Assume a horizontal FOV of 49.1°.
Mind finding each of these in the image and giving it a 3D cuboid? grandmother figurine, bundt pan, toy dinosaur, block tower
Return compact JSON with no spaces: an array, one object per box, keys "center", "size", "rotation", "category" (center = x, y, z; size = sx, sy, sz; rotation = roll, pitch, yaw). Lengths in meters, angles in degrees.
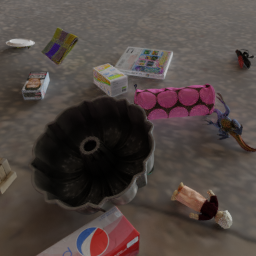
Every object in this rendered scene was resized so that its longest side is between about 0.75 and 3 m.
[{"center":[1.614,1.660,5.981],"size":[1.293,0.392,0.784],"rotation":[31,71,28],"category":"grandmother figurine"},{"center":[-0.674,0.646,6.234],"size":[2.802,1.051,2.802],"rotation":[-9,53,12],"category":"bundt pan"},{"center":[2.721,-0.085,8.112],"size":[0.899,1.713,1.554],"rotation":[-34,11,16],"category":"toy dinosaur"},{"center":[-3.798,0.909,6.687],"size":[2.165,0.626,0.585],"rotation":[13,41,13],"category":"block tower"}]

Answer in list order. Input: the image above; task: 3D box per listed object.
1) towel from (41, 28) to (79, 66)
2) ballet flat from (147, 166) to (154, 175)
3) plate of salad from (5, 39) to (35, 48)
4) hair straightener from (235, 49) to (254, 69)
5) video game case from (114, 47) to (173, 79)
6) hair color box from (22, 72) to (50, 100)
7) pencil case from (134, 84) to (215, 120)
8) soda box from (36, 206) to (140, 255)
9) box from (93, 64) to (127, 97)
[{"center":[-2.775,-3.323,11.282],"size":[1.350,0.214,1.880],"rotation":[-53,47,3],"category":"towel"},{"center":[-0.088,0.641,7.047],"size":[1.637,0.560,0.557],"rotation":[21,42,23],"category":"ballet flat"},{"center":[-4.886,-3.805,12.721],"size":[1.247,0.299,1.247],"rotation":[4,29,-2],"category":"plate of salad"},{"center":[4.878,-2.914,11.677],"size":[0.627,0.334,1.630],"rotation":[4,35,4],"category":"hair straightener"},{"center":[0.672,-2.696,11.390],"size":[1.999,0.260,2.196],"rotation":[10,39,12],"category":"video game case"},{"center":[-3.206,-1.503,9.810],"size":[0.641,0.393,1.296],"rotation":[-1,40,-2],"category":"hair color box"},{"center":[1.338,-0.818,8.357],"size":[2.338,1.061,1.095],"rotation":[-2,14,5],"category":"pencil case"},{"center":[-0.910,2.358,4.806],"size":[2.288,0.726,0.801],"rotation":[-26,46,-29],"category":"soda box"},{"center":[-0.645,-1.698,9.863],"size":[0.691,0.622,1.228],"rotation":[-23,44,-27],"category":"box"}]
